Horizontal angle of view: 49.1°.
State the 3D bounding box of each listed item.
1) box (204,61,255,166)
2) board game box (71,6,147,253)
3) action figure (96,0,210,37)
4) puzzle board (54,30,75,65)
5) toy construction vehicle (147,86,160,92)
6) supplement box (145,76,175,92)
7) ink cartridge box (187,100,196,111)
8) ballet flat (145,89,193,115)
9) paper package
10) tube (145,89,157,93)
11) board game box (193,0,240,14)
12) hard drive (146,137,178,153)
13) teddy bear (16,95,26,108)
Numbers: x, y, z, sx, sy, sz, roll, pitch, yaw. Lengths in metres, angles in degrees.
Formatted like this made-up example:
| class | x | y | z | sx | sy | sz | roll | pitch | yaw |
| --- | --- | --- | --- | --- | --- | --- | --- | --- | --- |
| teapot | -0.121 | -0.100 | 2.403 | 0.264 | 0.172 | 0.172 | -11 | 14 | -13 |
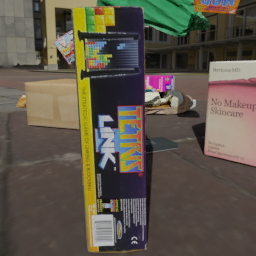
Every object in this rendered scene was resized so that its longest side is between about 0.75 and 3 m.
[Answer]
| class | x | y | z | sx | sy | sz | roll | pitch | yaw |
| --- | --- | --- | --- | --- | --- | --- | --- | --- | --- |
| box | 2.331 | -0.352 | 5.563 | 1.224 | 1.914 | 1.043 | 11 | 17 | 43 |
| board game box | -0.169 | -0.083 | 3.469 | 0.662 | 2.334 | 1.929 | -2 | 14 | -1 |
| action figure | 0.732 | -3.094 | 6.960 | 2.803 | 1.656 | 0.767 | 30 | 27 | 8 |
| puzzle board | -1.535 | -2.445 | 8.268 | 1.086 | 0.818 | 0.094 | -23 | 32 | 18 |
| toy construction vehicle | 1.050 | -1.610 | 13.910 | 0.840 | 0.340 | 0.965 | 20 | 68 | 39 |
| supplement box | 1.207 | -2.146 | 14.783 | 2.415 | 1.222 | 1.248 | 2 | 9 | 12 |
| ink cartridge box | 2.268 | -0.978 | 11.876 | 0.847 | 0.334 | 1.704 | 7 | 13 | 27 |
| ballet flat | 1.231 | -0.984 | 10.300 | 2.762 | 0.940 | 0.929 | -10 | -29 | -13 |
| paper package | -1.543 | -0.845 | 9.029 | 2.595 | 1.343 | 2.474 | 4 | 14 | 20 |
| tube | -0.035 | -1.480 | 13.525 | 2.879 | 0.726 | 1.115 | 2 | -1 | 27 |
| board game box | 1.666 | -2.690 | 5.165 | 0.772 | 0.772 | 0.773 | 5 | 55 | 2 |
| hard drive | 0.552 | 0.379 | 6.339 | 0.942 | 0.155 | 0.657 | -6 | 14 | -24 |
| teddy bear | -4.367 | -1.274 | 12.748 | 1.135 | 0.523 | 1.566 | 9 | 15 | 41 |
